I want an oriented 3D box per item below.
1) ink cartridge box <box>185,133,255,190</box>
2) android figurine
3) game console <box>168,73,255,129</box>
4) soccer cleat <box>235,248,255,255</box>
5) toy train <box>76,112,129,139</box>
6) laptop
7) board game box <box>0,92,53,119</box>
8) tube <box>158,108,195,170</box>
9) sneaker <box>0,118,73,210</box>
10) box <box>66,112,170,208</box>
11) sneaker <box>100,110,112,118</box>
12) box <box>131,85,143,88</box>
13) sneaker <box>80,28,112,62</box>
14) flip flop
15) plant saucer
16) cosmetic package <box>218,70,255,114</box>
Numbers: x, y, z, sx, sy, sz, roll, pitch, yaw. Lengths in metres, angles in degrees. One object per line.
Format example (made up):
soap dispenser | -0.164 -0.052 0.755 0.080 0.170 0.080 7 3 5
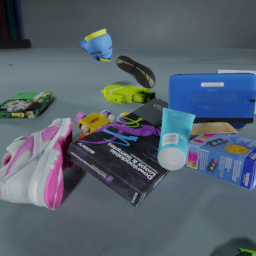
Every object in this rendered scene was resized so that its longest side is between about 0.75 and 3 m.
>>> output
ink cartridge box | 2.389 0.663 6.230 1.802 0.688 1.230 18 27 37
android figurine | -0.073 -1.541 12.589 2.418 0.497 2.201 13 24 30
game console | 2.297 -0.682 8.004 2.246 1.917 1.329 1 20 10
soccer cleat | 1.155 1.874 3.292 1.427 0.482 0.578 -14 6 -35
toy train | -0.409 0.344 7.228 2.520 0.701 1.893 -5 40 -36
laptop | 1.303 -0.246 9.590 2.014 1.167 1.886 -31 24 -2
board game box | -4.110 -0.969 11.267 1.572 0.352 3.000 -2 20 0
tube | 1.089 0.082 6.378 0.846 0.550 2.184 18 32 4
sneaker | -1.862 0.535 5.844 1.260 1.162 2.856 2 19 -2
box | 0.124 0.507 6.154 1.747 0.441 2.444 31 33 18
sneaker | -0.810 -0.237 9.165 0.473 0.430 1.070 18 30 26
box | 0.349 -2.008 14.301 0.807 0.213 1.035 0 19 2
sneaker | -1.161 -2.952 10.594 0.932 1.109 2.829 -25 16 -8
flip flop | 0.270 -1.790 8.893 1.440 0.584 0.415 33 6 2
plant saucer | 2.005 0.059 7.419 1.702 0.301 1.702 -3 -6 0
cosmetic package | 4.378 -1.426 10.861 1.741 1.435 1.436 3 21 11
